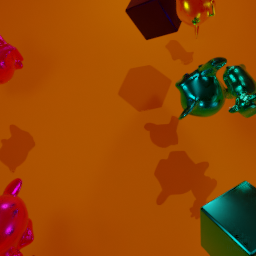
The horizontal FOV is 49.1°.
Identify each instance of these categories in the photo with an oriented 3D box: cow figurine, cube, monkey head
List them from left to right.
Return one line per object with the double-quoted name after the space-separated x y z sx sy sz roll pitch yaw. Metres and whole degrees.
-2.421 1.809 4.940 1.363 1.142 1.895 -14 25 21 "monkey head"
-3.284 -1.730 6.884 1.048 1.738 1.251 -38 89 -28 "monkey head"
0.845 -3.414 7.955 1.152 1.152 1.152 0 57 44 "cube"
1.560 -2.860 6.549 0.851 1.016 1.413 -25 102 25 "monkey head"
1.838 -0.881 6.408 1.905 1.371 1.148 -21 81 -29 "monkey head"
2.401 -0.820 5.965 1.193 0.666 1.213 -19 75 -50 "cow figurine"
2.087 1.874 4.974 1.137 1.137 1.137 -24 35 -19 "cube"
